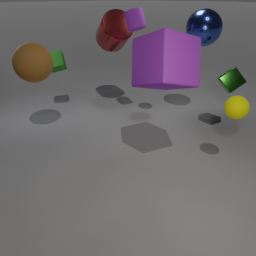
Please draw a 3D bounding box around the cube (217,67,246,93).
[{"bbox_3d":[3.871,-1.794,10.514,0.700,0.700,0.700,-36,2,13],"label":"cube"}]

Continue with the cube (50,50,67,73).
[{"bbox_3d":[-3.188,-2.953,12.460,0.700,0.700,0.700,-15,-4,-3],"label":"cube"}]

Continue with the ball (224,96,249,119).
[{"bbox_3d":[3.223,-0.606,8.310,0.700,0.700,0.700,0,28,0],"label":"ball"}]

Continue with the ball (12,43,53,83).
[{"bbox_3d":[-3.408,-2.338,10.055,1.400,1.400,1.400,0,28,0],"label":"ball"}]

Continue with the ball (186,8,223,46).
[{"bbox_3d":[2.976,-3.928,10.979,1.400,1.400,1.400,0,28,0],"label":"ball"}]

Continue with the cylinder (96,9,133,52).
[{"bbox_3d":[-0.613,-4.259,12.375,1.400,1.400,1.400,-11,-3,-19],"label":"cylinder"}]

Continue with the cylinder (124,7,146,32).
[{"bbox_3d":[0.275,-4.066,10.535,0.700,0.700,0.700,-15,10,3],"label":"cylinder"}]

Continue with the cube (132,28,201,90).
[{"bbox_3d":[1.067,-1.860,7.957,1.400,1.400,1.400,-1,4,-36],"label":"cube"}]
